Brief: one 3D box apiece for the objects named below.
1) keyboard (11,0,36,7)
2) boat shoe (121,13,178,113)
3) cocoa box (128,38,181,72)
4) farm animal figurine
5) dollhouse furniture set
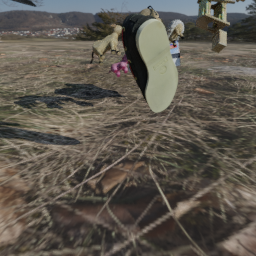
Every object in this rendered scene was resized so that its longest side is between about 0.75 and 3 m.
[{"bbox_3d":[-3.758,-4.312,9.311,1.244,0.128,0.790,-5,43,-49],"label":"keyboard"},{"bbox_3d":[0.433,-1.156,5.290,0.763,2.085,0.653,-35,48,-12],"label":"boat shoe"},{"bbox_3d":[0.937,-2.808,10.582,1.749,1.147,1.166,-13,17,-16],"label":"cocoa box"},{"bbox_3d":[0.233,-2.665,8.515,2.308,2.283,1.203,9,47,-34],"label":"farm animal figurine"},{"bbox_3d":[3.010,-3.832,9.061,1.065,1.916,1.695,15,-23,-15],"label":"dollhouse furniture set"}]
